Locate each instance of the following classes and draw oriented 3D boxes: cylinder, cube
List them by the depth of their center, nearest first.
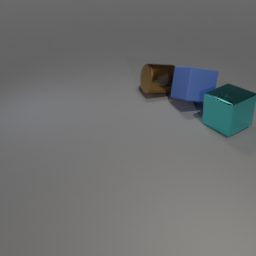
[{"bbox_3d":[3.961,-0.749,11.064,1.400,1.400,1.400,-23,35,-25],"label":"cube"},{"bbox_3d":[2.902,-1.926,12.394,1.400,1.400,1.400,3,11,-22],"label":"cube"},{"bbox_3d":[1.488,-2.359,13.467,1.400,1.400,1.400,-3,33,-21],"label":"cylinder"}]
